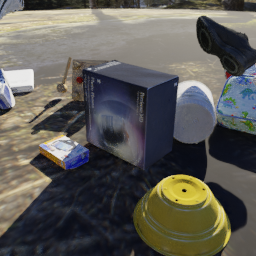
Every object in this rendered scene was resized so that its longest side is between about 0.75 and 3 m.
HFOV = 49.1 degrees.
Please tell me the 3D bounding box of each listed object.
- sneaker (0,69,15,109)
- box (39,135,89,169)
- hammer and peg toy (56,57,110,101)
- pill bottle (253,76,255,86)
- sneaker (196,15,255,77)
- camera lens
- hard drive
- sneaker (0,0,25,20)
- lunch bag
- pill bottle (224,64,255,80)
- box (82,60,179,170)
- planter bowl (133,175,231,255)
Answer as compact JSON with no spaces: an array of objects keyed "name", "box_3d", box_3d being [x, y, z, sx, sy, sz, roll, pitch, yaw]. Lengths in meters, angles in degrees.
[{"name":"sneaker","box_3d":[-5.577,-1.426,11.493,1.417,0.991,2.454,-25,42,-10]},{"name":"box","box_3d":[-1.812,0.695,8.123,1.451,0.301,0.864,21,35,37]},{"name":"hammer and peg toy","box_3d":[-1.847,-2.024,11.609,2.407,1.770,0.849,5,10,8]},{"name":"pill bottle","box_3d":[3.758,-1.443,7.512,0.812,0.455,0.455,-35,39,-12]},{"name":"sneaker","box_3d":[3.298,-2.884,9.411,1.179,0.986,2.597,-31,70,-11]},{"name":"camera lens","box_3d":[2.021,-0.574,9.127,1.536,1.536,1.920,5,29,10]},{"name":"hard drive","box_3d":[-5.425,-2.278,13.537,1.625,0.324,2.464,-8,30,-14]},{"name":"sneaker","box_3d":[-4.033,-3.796,9.215,0.741,1.964,1.130,39,14,20]},{"name":"lunch bag","box_3d":[4.378,-0.785,9.344,2.503,1.032,2.012,14,65,28]},{"name":"pill bottle","box_3d":[4.448,-1.937,10.912,1.177,2.097,1.177,-13,-6,-1]},{"name":"box","box_3d":[0.011,-0.474,8.050,2.371,2.391,1.473,21,34,35]},{"name":"planter bowl","box_3d":[1.146,1.596,5.882,2.059,0.858,2.059,0,28,0]}]
